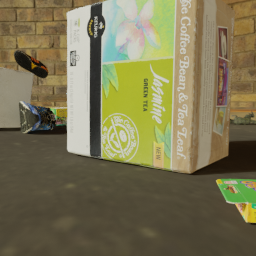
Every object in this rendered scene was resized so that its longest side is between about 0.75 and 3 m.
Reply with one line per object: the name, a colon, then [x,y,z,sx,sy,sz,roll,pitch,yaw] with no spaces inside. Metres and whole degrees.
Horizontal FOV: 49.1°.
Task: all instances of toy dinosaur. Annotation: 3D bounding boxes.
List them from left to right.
toy dinosaur: [4.798,-0.357,11.391,1.993,0.473,0.878,1,20,11]

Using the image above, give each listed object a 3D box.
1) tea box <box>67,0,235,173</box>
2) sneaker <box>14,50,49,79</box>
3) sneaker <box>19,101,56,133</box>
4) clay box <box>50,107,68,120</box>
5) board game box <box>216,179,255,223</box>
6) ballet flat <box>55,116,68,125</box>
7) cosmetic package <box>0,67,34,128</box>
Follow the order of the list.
tea box: [0.324,-0.704,4.484,2.288,2.326,1.554,4,6,36]
sneaker: [-3.363,-2.249,9.776,1.297,0.454,0.584,35,18,-24]
sneaker: [-2.805,-0.372,8.736,1.077,0.949,2.417,-4,6,-18]
clay box: [-2.648,-0.803,15.072,2.772,0.660,1.592,-3,6,-27]
board game box: [1.460,0.580,2.216,1.403,0.210,0.670,3,5,10]
ballet flat: [-2.356,-0.256,10.604,1.038,0.369,0.359,4,4,34]
cosmetic package: [-4.900,-1.187,9.690,2.371,1.972,1.984,14,8,32]
